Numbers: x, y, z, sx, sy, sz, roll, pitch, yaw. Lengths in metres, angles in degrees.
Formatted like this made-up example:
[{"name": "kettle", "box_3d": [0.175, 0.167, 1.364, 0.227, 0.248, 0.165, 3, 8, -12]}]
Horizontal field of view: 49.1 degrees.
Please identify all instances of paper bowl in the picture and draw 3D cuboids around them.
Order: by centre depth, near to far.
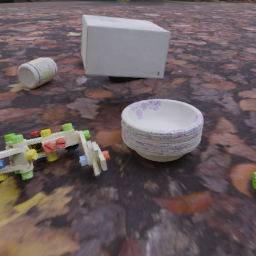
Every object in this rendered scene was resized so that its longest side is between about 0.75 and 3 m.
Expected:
[{"name": "paper bowl", "box_3d": [0.776, 0.079, 6.616, 1.866, 0.970, 1.866, 0, 29, 0]}]

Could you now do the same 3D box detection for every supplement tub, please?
[{"name": "supplement tub", "box_3d": [-3.392, -2.120, 10.625, 0.936, 0.936, 1.292, 13, 32, 21]}]

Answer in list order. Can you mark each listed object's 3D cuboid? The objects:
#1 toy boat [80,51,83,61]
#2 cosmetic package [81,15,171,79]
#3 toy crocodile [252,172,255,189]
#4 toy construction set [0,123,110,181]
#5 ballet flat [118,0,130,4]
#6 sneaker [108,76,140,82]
[{"name": "toy boat", "box_3d": [-1.010, -3.821, 12.991, 2.447, 1.600, 1.597, 9, 30, 16]}, {"name": "cosmetic package", "box_3d": [-0.209, -2.464, 8.328, 2.218, 1.368, 2.225, 0, 29, -13]}, {"name": "toy crocodile", "box_3d": [2.674, 1.224, 5.250, 0.415, 0.380, 1.230, -2, 25, -2]}, {"name": "toy construction set", "box_3d": [-1.580, 0.454, 5.841, 2.342, 1.079, 1.536, 0, 4, -15]}, {"name": "ballet flat", "box_3d": [-0.446, -4.741, 8.799, 0.593, 0.633, 1.750, -23, 75, -17]}, {"name": "sneaker", "box_3d": [0.422, -2.701, 11.381, 2.915, 1.207, 1.045, -22, 36, -34]}]
